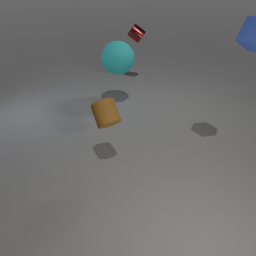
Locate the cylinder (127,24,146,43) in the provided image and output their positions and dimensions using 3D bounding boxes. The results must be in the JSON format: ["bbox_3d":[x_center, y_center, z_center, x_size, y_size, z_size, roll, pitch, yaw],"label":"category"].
[{"bbox_3d":[0.445,-4.875,14.432,0.700,0.700,0.700,36,31,-9],"label":"cylinder"}]

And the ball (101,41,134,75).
[{"bbox_3d":[-0.434,-2.987,11.943,1.400,1.400,1.400,0,30,0],"label":"ball"}]

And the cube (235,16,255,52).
[{"bbox_3d":[3.427,-2.438,7.368,0.700,0.700,0.700,18,12,-38],"label":"cube"}]

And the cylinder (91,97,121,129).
[{"bbox_3d":[-0.632,-0.420,8.010,0.700,0.700,0.700,-20,-7,-2],"label":"cylinder"}]
